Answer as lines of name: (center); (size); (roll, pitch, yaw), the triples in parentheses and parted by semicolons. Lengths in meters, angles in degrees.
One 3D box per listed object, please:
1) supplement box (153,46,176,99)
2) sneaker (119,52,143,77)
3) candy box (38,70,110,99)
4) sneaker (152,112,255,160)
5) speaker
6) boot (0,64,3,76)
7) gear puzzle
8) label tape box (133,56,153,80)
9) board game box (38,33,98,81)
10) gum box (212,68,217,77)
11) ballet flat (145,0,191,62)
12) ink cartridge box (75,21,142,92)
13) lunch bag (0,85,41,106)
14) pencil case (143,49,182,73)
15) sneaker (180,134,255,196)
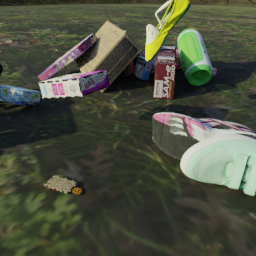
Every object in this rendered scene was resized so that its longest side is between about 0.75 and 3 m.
supplement box: (1.437, -2.197, 10.752); (0.757, 1.354, 2.488); (5, 30, 7)
sneaker: (0.058, -3.129, 12.749); (1.455, 1.053, 2.979); (-6, 28, -6)
candy box: (-1.345, -1.087, 6.981); (1.485, 0.453, 1.012); (1, 20, 37)
sneaker: (1.927, 0.235, 6.896); (2.761, 1.109, 1.192); (18, 22, 14)
speaker: (2.719, -2.957, 11.552); (1.115, 1.115, 2.522); (-2, 55, -3)
boot: (-5.295, -1.284, 9.196); (2.048, 0.701, 1.928); (-16, 49, 23)
gear puzzle: (-1.305, 1.224, 5.834); (0.802, 0.105, 0.416); (14, 29, 17)
label tape box: (0.550, -2.613, 12.013); (0.376, 0.816, 1.139); (3, 24, -33)
board game box: (-2.441, -2.833, 11.321); (2.531, 0.409, 1.519); (-23, 30, 34)
gum box: (3.423, -2.550, 12.462); (0.563, 0.328, 0.992); (-12, 31, -21)
ballet flat: (0.883, -2.717, 7.472); (0.637, 1.899, 0.634); (30, 15, -25)
ink cartridge box: (-0.910, -2.932, 11.210); (2.237, 1.020, 2.715); (-45, 32, 9)
lunch bag: (-3.678, -1.104, 9.414); (1.315, 0.542, 1.057); (13, 11, 20)
pencil case: (1.859, -3.130, 12.726); (2.464, 1.066, 1.020); (-15, 26, -25)
sneaker: (2.518, 0.958, 5.243); (2.888, 1.063, 1.704); (2, 26, 1)
